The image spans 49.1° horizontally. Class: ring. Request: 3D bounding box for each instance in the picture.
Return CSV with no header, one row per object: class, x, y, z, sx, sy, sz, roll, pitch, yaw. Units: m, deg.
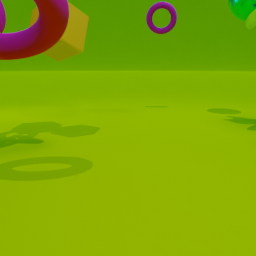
ring,1.151,-3.758,9.602,1.054,1.054,0.211,1,32,3
ring,-1.564,-1.356,3.167,1.762,0.352,1.762,-6,-20,-2

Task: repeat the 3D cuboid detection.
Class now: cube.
cube,-1.470,-2.046,5.865,0.867,0.867,0.867,-6,-20,41

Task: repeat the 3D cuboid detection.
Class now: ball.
ball,3.615,-3.792,8.199,1.283,1.283,1.283,0,13,0

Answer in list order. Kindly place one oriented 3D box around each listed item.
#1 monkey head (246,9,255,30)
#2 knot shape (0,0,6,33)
monkey head,3.536,-3.139,6.657,1.007,1.202,1.671,-33,-3,-34
knot shape,-2.806,-1.793,4.994,0.744,1.506,1.609,18,-1,-43
